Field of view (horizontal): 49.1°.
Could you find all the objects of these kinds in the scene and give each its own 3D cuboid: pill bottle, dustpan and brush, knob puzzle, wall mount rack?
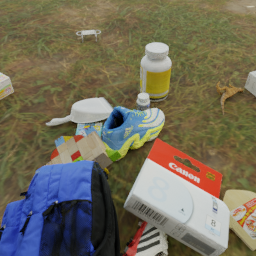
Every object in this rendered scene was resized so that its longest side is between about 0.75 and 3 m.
[{"bbox_3d":[1.078,-2.176,10.992,1.184,2.113,1.184,0,42,0],"label":"pill bottle"},{"bbox_3d":[0.565,-0.846,10.456,0.493,0.866,0.493,0,42,0],"label":"pill bottle"},{"bbox_3d":[-1.833,-0.501,10.318,2.352,0.673,1.642,-7,27,-20],"label":"dustpan and brush"},{"bbox_3d":[3.187,2.294,7.451,1.729,0.240,1.729,0,43,0],"label":"knob puzzle"},{"bbox_3d":[-2.198,-5.214,15.618,1.336,0.498,1.161,-7,46,-7],"label":"wall mount rack"}]

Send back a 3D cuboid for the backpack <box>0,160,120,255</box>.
[{"bbox_3d":[-1.413,2.145,6.056,2.432,2.355,2.899,-3,43,0],"label":"backpack"}]

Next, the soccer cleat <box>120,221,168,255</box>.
[{"bbox_3d":[0.654,2.607,6.810,0.933,0.752,2.191,37,45,8],"label":"soccer cleat"}]

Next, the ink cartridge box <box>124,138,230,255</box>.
[{"bbox_3d":[1.486,1.460,7.305,2.361,0.697,2.950,29,39,3],"label":"ink cartridge box"}]

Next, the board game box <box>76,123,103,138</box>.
[{"bbox_3d":[-1.354,0.277,9.662,0.869,0.270,1.151,0,42,0],"label":"board game box"}]

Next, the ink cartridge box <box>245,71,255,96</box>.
[{"bbox_3d":[5.978,-1.601,11.328,1.426,0.827,1.932,-15,43,-16],"label":"ink cartridge box"}]

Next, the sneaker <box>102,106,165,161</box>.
[{"bbox_3d":[0.252,-0.176,9.203,1.117,1.550,2.950,29,50,28],"label":"sneaker"}]

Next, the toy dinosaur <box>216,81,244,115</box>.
[{"bbox_3d":[3.996,-1.391,11.282,1.957,0.591,1.040,-33,53,-31],"label":"toy dinosaur"}]

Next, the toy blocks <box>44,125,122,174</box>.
[{"bbox_3d":[-1.590,0.826,8.261,2.392,1.195,1.635,-35,47,1],"label":"toy blocks"}]

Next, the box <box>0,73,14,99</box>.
[{"bbox_3d":[-5.526,-1.566,11.351,0.811,0.731,1.442,26,48,26],"label":"box"}]
